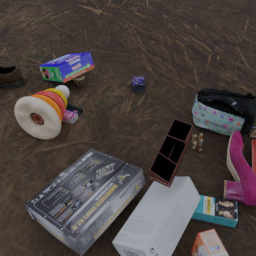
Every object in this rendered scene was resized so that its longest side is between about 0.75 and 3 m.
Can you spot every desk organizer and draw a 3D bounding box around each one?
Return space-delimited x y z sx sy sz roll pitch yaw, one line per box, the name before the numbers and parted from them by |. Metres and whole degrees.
desk organizer | 1.159 0.632 7.420 0.600 0.644 1.673 21 67 19

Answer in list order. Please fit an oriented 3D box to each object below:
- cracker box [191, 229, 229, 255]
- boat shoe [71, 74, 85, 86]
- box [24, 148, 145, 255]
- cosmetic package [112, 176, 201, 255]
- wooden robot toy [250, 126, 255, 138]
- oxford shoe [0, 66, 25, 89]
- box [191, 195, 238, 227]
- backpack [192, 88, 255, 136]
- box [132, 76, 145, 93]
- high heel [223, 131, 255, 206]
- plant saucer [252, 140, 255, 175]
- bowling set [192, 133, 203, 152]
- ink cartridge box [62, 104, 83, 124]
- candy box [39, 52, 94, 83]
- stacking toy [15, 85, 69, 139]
cracker box | 2.096 3.416 6.525 0.487 1.130 1.687 -11 44 -12
boat shoe | -2.391 -2.251 13.164 0.540 0.541 1.462 -27 26 -16
box | -1.187 1.918 8.162 2.217 0.677 2.800 18 45 35
cosmetic package | 0.825 2.416 7.419 1.242 0.904 2.443 -10 27 47
wooden robot toy | 5.554 -0.094 10.540 1.916 0.870 0.844 -6 43 -6
oxford shoe | -6.306 -2.367 12.809 2.774 1.171 1.008 -14 46 -13
box | 2.373 2.382 8.210 1.538 0.378 0.633 9 43 10
backpack | 3.623 -0.630 10.707 2.280 1.443 1.903 17 33 19
box | 0.495 -2.023 12.971 0.582 0.410 0.787 -2 42 -3
high heel | 3.843 1.198 9.011 1.289 0.905 2.687 5 47 20
plant saucer | 5.090 1.331 9.335 1.902 0.350 1.906 11 45 13
bowling set | 2.538 0.530 10.173 0.830 0.446 0.578 -22 47 -22
ink cartridge box | -2.780 -0.723 11.668 1.674 0.310 0.792 17 46 21
candy box | -2.879 -2.852 13.097 1.768 0.806 2.091 -33 29 -30
stacking toy | -2.932 -0.930 10.825 1.825 1.825 2.498 12 40 13
